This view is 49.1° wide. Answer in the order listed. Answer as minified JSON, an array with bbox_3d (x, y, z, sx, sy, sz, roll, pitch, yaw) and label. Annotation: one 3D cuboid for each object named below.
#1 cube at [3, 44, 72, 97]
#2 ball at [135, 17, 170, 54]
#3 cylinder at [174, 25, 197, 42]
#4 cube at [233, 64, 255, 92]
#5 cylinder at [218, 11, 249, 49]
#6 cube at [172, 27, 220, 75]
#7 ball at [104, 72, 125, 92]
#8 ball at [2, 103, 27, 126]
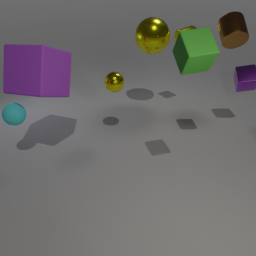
[{"bbox_3d":[-2.684,-1.676,8.404,1.400,1.400,1.400,8,9,21],"label":"cube"},{"bbox_3d":[0.969,-3.645,11.096,1.400,1.400,1.400,0,30,0],"label":"ball"},{"bbox_3d":[2.317,-3.612,11.077,0.700,0.700,0.700,-25,37,-19],"label":"cylinder"},{"bbox_3d":[4.368,-1.838,10.405,0.700,0.700,0.700,-6,66,11],"label":"cube"},{"bbox_3d":[2.836,-2.632,7.566,0.700,0.700,0.700,-1,66,-2],"label":"cylinder"},{"bbox_3d":[1.485,-1.701,6.232,0.700,0.700,0.700,-11,69,-10],"label":"cube"},{"bbox_3d":[-0.467,-1.574,9.607,0.700,0.700,0.700,0,30,0],"label":"ball"},{"bbox_3d":[-3.466,-0.419,8.536,0.700,0.700,0.700,0,30,0],"label":"ball"}]
